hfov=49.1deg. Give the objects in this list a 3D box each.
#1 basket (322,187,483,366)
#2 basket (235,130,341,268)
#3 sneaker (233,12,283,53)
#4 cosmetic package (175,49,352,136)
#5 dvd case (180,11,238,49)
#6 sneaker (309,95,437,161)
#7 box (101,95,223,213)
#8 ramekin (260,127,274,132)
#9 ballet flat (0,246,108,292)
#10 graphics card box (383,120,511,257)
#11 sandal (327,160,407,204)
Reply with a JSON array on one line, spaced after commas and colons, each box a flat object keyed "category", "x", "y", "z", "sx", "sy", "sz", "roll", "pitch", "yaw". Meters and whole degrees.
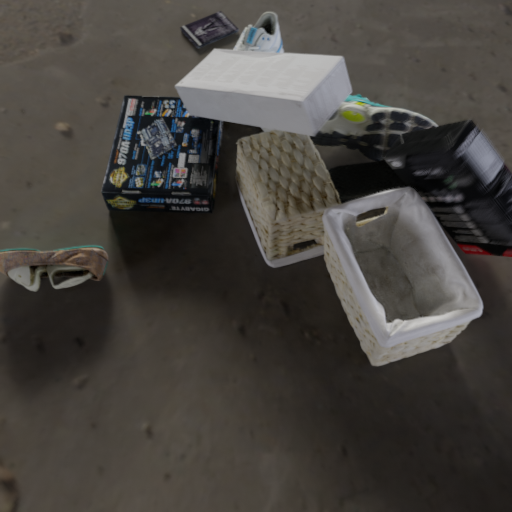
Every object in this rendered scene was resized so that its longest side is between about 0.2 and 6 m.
[{"category": "basket", "x": 2.391, "y": 0.417, "z": 9.906, "sx": 1.819, "sy": 1.655, "sz": 2.683, "roll": -15, "pitch": 59, "yaw": -9}, {"category": "basket", "x": 0.620, "y": -1.232, "z": 11.033, "sx": 1.606, "sy": 1.461, "sz": 2.369, "roll": -15, "pitch": 60, "yaw": -9}, {"category": "sneaker", "x": -0.237, "y": -4.725, "z": 13.319, "sx": 1.094, "sy": 1.264, "sz": 2.918, "roll": 20, "pitch": 62, "yaw": 11}, {"category": "cosmetic package", "x": 0.061, "y": -3.321, "z": 11.194, "sx": 3.406, "sy": 0.862, "sz": 1.406, "roll": 21, "pitch": 59, "yaw": 38}, {"category": "dvd case", "x": -1.232, "y": -5.957, "z": 14.739, "sx": 1.259, "sy": 0.101, "sz": 0.936, "roll": -29, "pitch": 63, "yaw": -17}, {"category": "sneaker", "x": 2.428, "y": -3.010, "z": 12.215, "sx": 3.349, "sy": 1.298, "sz": 1.334, "roll": 15, "pitch": 45, "yaw": 1}, {"category": "box", "x": -1.929, "y": -2.256, "z": 12.131, "sx": 2.260, "sy": 0.654, "sz": 2.843, "roll": 2, "pitch": 58, "yaw": 1}, {"category": "ramekin", "x": 0.527, "y": -3.109, "z": 12.584, "sx": 0.920, "sy": 0.449, "sz": 0.920, "roll": 13, "pitch": 58, "yaw": -21}, {"category": "ballet flat", "x": -3.967, "y": 0.255, "z": 10.565, "sx": 2.280, "sy": 0.776, "sz": 0.767, "roll": -5, "pitch": 67, "yaw": -2}, {"category": "graphics card box", "x": 3.738, "y": -1.091, "z": 9.924, "sx": 2.775, "sy": 1.741, "sz": 0.706, "roll": 42, "pitch": 77, "yaw": -21}, {"category": "sandal", "x": 2.872, "y": -1.480, "z": 11.684, "sx": 2.958, "sy": 0.708, "sz": 1.112, "roll": 1, "pitch": 64, "yaw": 13}]
